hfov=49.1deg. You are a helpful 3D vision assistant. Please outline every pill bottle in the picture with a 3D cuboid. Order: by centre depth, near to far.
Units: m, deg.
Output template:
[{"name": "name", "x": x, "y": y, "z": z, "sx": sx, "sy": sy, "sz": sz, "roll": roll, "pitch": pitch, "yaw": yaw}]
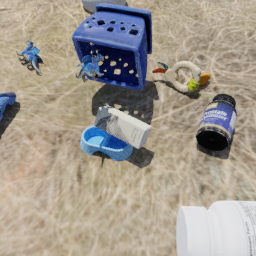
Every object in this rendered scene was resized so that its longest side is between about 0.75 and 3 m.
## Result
[{"name": "pill bottle", "x": 2.466, "y": 2.272, "z": 5.531, "sx": 2.834, "sy": 1.607, "sz": 1.607, "roll": 1, "pitch": 50, "yaw": 2}, {"name": "pill bottle", "x": 2.604, "y": -0.210, "z": 8.075, "sx": 0.919, "sy": 0.919, "sz": 1.643, "roll": 18, "pitch": 52, "yaw": 15}]

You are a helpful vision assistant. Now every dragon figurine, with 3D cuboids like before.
[{"name": "dragon figurine", "x": -0.964, "y": -1.421, "z": 6.503, "sx": 1.262, "sy": 0.371, "sz": 0.628, "roll": -24, "pitch": 84, "yaw": -52}, {"name": "dragon figurine", "x": -3.510, "y": -2.686, "z": 10.414, "sx": 1.773, "sy": 0.522, "sz": 0.882, "roll": 36, "pitch": 59, "yaw": 28}]

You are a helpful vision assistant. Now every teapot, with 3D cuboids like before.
[{"name": "teapot", "x": -1.167, "y": -6.522, "z": 12.858, "sx": 2.352, "sy": 1.717, "sz": 2.321, "roll": -1, "pitch": 50, "yaw": 0}]

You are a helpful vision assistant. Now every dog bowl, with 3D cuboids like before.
[{"name": "dog bowl", "x": -0.612, "y": 0.387, "z": 7.921, "sx": 1.543, "sy": 0.382, "sz": 0.860, "roll": 13, "pitch": 51, "yaw": 9}]

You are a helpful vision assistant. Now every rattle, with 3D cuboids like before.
[{"name": "rattle", "x": 1.837, "y": -1.937, "z": 9.614, "sx": 1.656, "sy": 1.078, "sz": 1.183, "roll": 20, "pitch": 49, "yaw": 33}]

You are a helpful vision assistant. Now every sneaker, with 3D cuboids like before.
[{"name": "sneaker", "x": -4.284, "y": -0.202, "z": 8.087, "sx": 1.063, "sy": 1.182, "sz": 2.874, "roll": -8, "pitch": 25, "yaw": 29}]

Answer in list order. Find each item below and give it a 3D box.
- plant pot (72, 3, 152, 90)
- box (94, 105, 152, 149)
[{"name": "plant pot", "x": -0.264, "y": -2.468, "z": 8.273, "sx": 1.934, "sy": 1.934, "sz": 1.739, "roll": 15, "pitch": 66, "yaw": 13}, {"name": "box", "x": -0.150, "y": -0.049, "z": 7.486, "sx": 1.450, "sy": 0.596, "sz": 0.496, "roll": 25, "pitch": 21, "yaw": 21}]
